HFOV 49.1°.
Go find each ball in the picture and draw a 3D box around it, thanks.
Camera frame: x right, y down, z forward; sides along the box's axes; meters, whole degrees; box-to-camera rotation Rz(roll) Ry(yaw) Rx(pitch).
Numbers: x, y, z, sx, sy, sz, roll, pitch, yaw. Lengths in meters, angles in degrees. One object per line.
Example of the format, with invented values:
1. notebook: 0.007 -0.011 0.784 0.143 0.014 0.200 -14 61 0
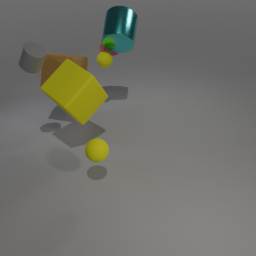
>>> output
1. ball: -1.025 -3.011 12.320 0.700 0.700 0.700 0 31 0
2. ball: -0.916 0.657 8.249 0.700 0.700 0.700 0 31 0

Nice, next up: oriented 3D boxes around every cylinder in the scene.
1. cylinder: -0.348 -4.187 11.983 1.400 1.400 1.400 5 73 8
2. cylinder: -0.870 -3.763 13.320 0.700 0.700 0.700 -10 26 24
3. cylinder: -3.017 -2.215 8.845 0.700 0.700 0.700 20 45 -21

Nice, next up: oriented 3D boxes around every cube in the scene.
1. cube: -2.585 -2.253 11.439 1.400 1.400 1.400 10 16 13
2. cube: -1.825 -1.227 9.699 1.400 1.400 1.400 36 82 28
